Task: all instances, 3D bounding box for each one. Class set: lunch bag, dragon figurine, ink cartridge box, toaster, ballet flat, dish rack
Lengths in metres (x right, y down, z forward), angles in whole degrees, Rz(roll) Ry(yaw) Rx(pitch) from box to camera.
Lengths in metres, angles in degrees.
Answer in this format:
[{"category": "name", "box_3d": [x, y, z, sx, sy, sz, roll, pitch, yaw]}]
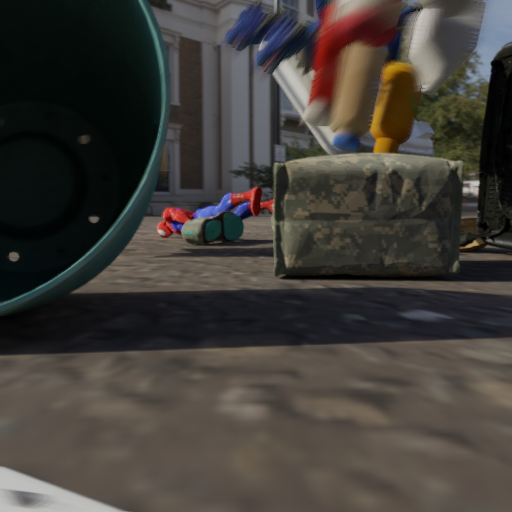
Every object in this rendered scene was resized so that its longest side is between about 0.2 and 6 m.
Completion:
[{"category": "lunch bag", "box_3d": [1.089, -0.480, 6.268, 1.811, 1.298, 2.208, 0, 10, 4]}, {"category": "dragon figurine", "box_3d": [1.392, -3.272, 7.668, 3.629, 1.068, 1.804, -27, -15, -1]}, {"category": "ink cartridge box", "box_3d": [-0.523, 0.482, 0.659, 0.726, 0.303, 0.527, 3, 6, 30]}, {"category": "toaster", "box_3d": [4.410, -1.405, 7.306, 1.970, 3.003, 3.321, 2, 6, -13]}, {"category": "ballet flat", "box_3d": [-0.859, -0.558, 11.019, 0.605, 0.640, 1.900, 2, 7, 22]}, {"category": "dish rack", "box_3d": [1.844, -2.762, 9.969, 3.405, 2.922, 0.741, -8, -28, -48]}]

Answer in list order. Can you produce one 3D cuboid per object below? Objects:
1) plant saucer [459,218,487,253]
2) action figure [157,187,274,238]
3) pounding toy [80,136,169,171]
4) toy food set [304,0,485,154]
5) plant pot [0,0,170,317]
[{"category": "plant saucer", "box_3d": [3.360, -0.302, 9.005, 1.043, 0.185, 1.043, -14, 25, 7]}, {"category": "action figure", "box_3d": [-1.018, -0.766, 12.064, 3.398, 0.878, 1.112, -4, -11, 43]}, {"category": "pounding toy", "box_3d": [-2.930, -1.802, 8.247, 2.787, 1.275, 2.449, -12, -8, -1]}, {"category": "toy food set", "box_3d": [1.313, -1.848, 5.758, 1.415, 1.333, 2.963, 13, -3, 1]}, {"category": "plant pot", "box_3d": [-1.715, -0.689, 3.645, 2.369, 2.369, 1.901, -1, -8, -6]}]
